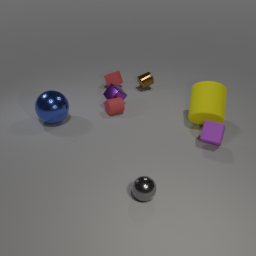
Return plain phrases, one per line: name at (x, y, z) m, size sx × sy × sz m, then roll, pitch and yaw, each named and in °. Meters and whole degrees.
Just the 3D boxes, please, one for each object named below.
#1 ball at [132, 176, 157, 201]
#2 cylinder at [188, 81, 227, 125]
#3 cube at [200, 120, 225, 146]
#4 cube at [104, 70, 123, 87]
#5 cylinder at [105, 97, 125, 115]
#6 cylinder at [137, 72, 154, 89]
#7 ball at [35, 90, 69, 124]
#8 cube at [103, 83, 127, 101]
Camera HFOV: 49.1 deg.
ball at (0.460, 1.715, 7.955) m, size 0.700 × 0.700 × 0.700 m, roll 0°, pitch 30°, yaw 0°
cylinder at (3.234, -0.968, 11.397) m, size 1.400 × 1.400 × 1.400 m, roll 7°, pitch 71°, yaw 12°
cube at (3.068, 0.187, 10.116) m, size 0.700 × 0.700 × 0.700 m, roll 14°, pitch -6°, yaw 23°
cube at (-0.772, -2.645, 15.172) m, size 0.700 × 0.700 × 0.700 m, roll -14°, pitch 14°, yaw 21°
cylinder at (-0.608, -0.984, 12.649) m, size 0.700 × 0.700 × 0.700 m, roll -14°, pitch 33°, yaw -22°
cylinder at (0.934, -2.546, 14.957) m, size 0.700 × 0.700 × 0.700 m, roll -25°, pitch 35°, yaw -7°
ball at (-3.173, -0.878, 11.741) m, size 1.400 × 1.400 × 1.400 m, roll 0°, pitch 30°, yaw 0°
cube at (-0.611, -1.570, 13.252) m, size 0.700 × 0.700 × 0.700 m, roll 17°, pitch 29°, yaw -49°
